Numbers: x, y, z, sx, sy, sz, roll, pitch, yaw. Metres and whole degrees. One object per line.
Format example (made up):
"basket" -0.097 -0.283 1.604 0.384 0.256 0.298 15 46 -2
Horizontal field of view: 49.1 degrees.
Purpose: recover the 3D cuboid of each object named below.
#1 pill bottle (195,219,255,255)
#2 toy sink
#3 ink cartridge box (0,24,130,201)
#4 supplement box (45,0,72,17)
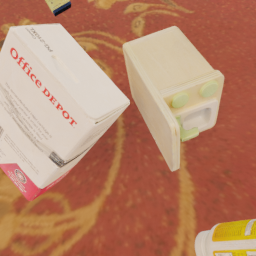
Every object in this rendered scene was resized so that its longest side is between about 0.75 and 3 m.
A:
"pill bottle" 1.413 1.499 3.516 0.627 1.111 0.627 18 59 -32
"toy sink" 0.972 -0.624 5.590 1.324 1.540 2.363 -21 52 -5
"ink cartridge box" -1.456 -0.189 4.842 1.842 2.545 1.073 48 38 5
"supplement box" -2.351 -4.222 8.976 0.649 0.966 0.967 -32 20 -3
